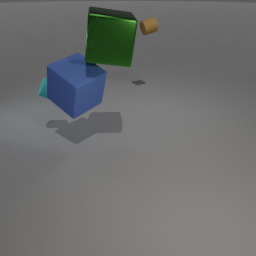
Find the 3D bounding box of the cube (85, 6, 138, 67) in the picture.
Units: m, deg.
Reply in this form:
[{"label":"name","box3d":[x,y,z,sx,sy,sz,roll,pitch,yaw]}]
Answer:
[{"label":"cube","box3d":[-0.568,-2.827,8.648,1.400,1.400,1.400,4,30,-9]}]

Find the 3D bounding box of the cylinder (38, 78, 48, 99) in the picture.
[{"label":"cylinder","box3d":[-2.866,-1.412,10.376,0.700,0.700,0.700,19,19,-28]}]

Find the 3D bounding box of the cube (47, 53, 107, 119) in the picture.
[{"label":"cube","box3d":[-1.758,-1.451,9.507,1.400,1.400,1.400,37,49,19]}]

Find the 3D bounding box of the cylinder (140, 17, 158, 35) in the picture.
[{"label":"cylinder","box3d":[1.026,-5.006,13.765,0.700,0.700,0.700,-22,33,-12]}]
